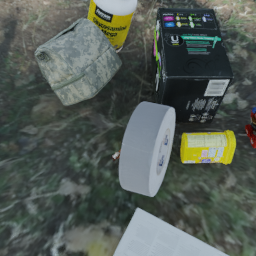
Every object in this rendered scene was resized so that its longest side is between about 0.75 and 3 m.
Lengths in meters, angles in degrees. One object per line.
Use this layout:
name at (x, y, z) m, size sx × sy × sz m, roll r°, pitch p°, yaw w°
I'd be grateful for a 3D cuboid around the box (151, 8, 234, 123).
box at (1.617, -1.764, 7.947) m, size 1.674 × 2.000 × 2.693 m, roll 0°, pitch 57°, yaw -2°

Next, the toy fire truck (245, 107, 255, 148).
toy fire truck at (3.446, -0.060, 7.290) m, size 0.605 × 0.907 × 1.080 m, roll -13°, pitch 37°, yaw 12°

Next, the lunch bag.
lunch bag at (-1.382, -1.920, 7.864) m, size 1.464 × 1.762 × 2.100 m, roll -9°, pitch 33°, yaw 41°

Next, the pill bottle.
pill bottle at (-0.528, -3.630, 8.794) m, size 1.389 × 2.470 × 1.389 m, roll 7°, pitch 59°, yaw -13°

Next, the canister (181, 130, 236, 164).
canister at (1.981, 0.500, 7.076) m, size 1.218 × 0.904 × 0.527 m, roll -1°, pitch 42°, yaw 3°

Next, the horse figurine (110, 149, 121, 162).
horse figurine at (0.224, 0.107, 7.209) m, size 0.416 × 1.106 × 1.669 m, roll 34°, pitch 50°, yaw -4°

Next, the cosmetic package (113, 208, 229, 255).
cosmetic package at (0.774, 2.911, 5.699) m, size 2.186 × 0.565 × 1.648 m, roll 25°, pitch 62°, yaw 14°

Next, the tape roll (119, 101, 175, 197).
tape roll at (0.496, 0.466, 6.375) m, size 0.684 × 2.070 × 2.070 m, roll 12°, pitch 57°, yaw 17°
